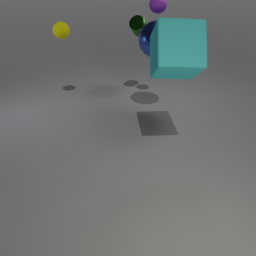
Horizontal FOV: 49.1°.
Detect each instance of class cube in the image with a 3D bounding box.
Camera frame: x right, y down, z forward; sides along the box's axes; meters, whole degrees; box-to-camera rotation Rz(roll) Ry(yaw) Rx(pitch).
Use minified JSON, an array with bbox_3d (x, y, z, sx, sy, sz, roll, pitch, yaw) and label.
[{"bbox_3d":[1.455,-2.313,8.395,1.400,1.400,1.400,0,-4,-5],"label":"cube"}]

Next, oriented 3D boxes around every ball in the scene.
[{"bbox_3d":[1.103,-3.421,10.849,1.400,1.400,1.400,0,29,0],"label":"ball"},{"bbox_3d":[1.183,-4.869,11.012,0.700,0.700,0.700,0,29,0],"label":"ball"},{"bbox_3d":[-2.827,-4.132,11.859,0.700,0.700,0.700,0,29,0],"label":"ball"}]

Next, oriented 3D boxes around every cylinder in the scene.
[{"bbox_3d":[0.474,-4.507,12.411,0.700,0.700,0.700,10,-4,17],"label":"cylinder"}]
